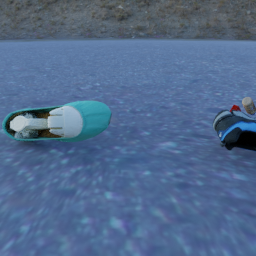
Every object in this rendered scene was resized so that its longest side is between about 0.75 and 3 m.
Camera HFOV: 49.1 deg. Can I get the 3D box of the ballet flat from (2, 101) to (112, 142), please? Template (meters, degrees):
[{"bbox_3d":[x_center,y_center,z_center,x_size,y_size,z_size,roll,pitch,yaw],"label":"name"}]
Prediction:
[{"bbox_3d":[-1.753,-0.078,6.449,2.761,0.930,0.972,-5,3,22],"label":"ballet flat"}]

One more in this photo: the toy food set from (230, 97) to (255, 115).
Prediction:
[{"bbox_3d":[2.965,-0.179,7.057,0.701,1.469,0.661,25,-9,44],"label":"toy food set"}]

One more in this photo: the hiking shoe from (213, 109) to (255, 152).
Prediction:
[{"bbox_3d":[2.979,0.165,6.032,2.195,0.816,0.951,-1,43,3],"label":"hiking shoe"}]
